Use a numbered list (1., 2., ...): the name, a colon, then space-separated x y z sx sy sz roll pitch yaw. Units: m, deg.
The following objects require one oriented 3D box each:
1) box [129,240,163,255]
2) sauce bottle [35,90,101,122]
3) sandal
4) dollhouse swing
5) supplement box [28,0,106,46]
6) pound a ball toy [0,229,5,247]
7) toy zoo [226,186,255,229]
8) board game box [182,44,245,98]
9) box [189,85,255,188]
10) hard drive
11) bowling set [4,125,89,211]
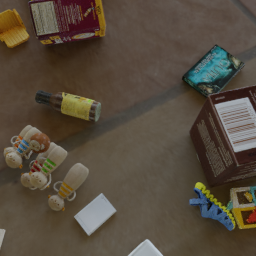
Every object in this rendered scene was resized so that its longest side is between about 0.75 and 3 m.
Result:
1. box: 0.268 4.156 6.263 2.083 2.419 2.431 42 74 17
2. sauce bottle: -2.027 -0.804 9.426 2.208 0.714 0.714 16 67 5
3. sandal: 2.385 2.360 8.124 0.679 0.620 1.560 -39 64 -12
4. dollhouse swing: -4.480 -3.801 10.700 1.069 0.971 0.940 -32 49 -14
5. supplement box: -2.088 -3.902 10.128 2.439 1.596 1.258 -11 99 -4
6. pound a ball toy: -3.719 3.735 7.248 1.402 0.914 2.150 3 67 13
7. toy zoo: 3.801 2.329 8.321 1.786 0.183 1.171 -5 66 -2
8. board game box: 3.127 -2.058 10.221 1.354 0.282 2.002 41 72 16
9. box: 3.223 0.276 7.986 2.015 2.454 2.036 -13 67 -6
10. hard drive: -0.958 2.531 8.258 1.046 0.140 0.690 -38 71 -16
11. bowling set: -2.728 0.927 7.989 2.901 2.019 1.557 33 76 17
